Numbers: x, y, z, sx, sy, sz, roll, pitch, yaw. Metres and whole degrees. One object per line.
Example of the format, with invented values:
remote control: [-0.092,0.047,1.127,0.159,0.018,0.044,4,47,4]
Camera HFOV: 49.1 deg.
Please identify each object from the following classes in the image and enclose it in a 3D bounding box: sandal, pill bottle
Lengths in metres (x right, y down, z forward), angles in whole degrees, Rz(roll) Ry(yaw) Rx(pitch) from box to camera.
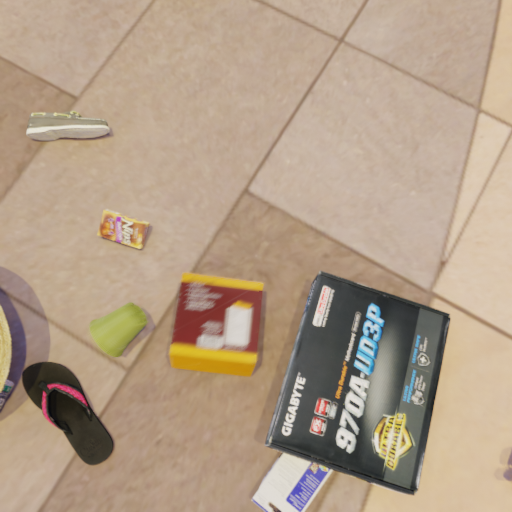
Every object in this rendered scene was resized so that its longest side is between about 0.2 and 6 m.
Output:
sandal: [-3.550,2.892,10.539,0.880,0.528,2.344,-41,78,-10]
pill bottle: [-5.072,2.770,10.557,0.568,0.568,1.005,21,76,6]

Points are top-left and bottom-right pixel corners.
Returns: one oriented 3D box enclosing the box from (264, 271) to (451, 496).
box: [1.920,2.276,10.353,2.685,0.777,3.378,19,69,1]

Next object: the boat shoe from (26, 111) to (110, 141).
boat shoe: [-4.055,-2.853,12.078,1.787,0.639,0.534,-2,80,3]

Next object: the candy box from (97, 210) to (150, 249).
candy box: [-2.725,-0.554,11.514,0.950,0.268,0.554,17,100,1]

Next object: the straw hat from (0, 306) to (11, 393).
straw hat: [-5.897,1.391,10.386,3.590,1.519,3.590,0,95,-1]

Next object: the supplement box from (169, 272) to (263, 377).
supplement box: [-0.740,1.301,10.506,1.540,1.037,1.561,7,64,-3]

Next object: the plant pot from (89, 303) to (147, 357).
plant pot: [-2.543,1.329,10.614,0.824,0.867,0.867,-38,77,10]

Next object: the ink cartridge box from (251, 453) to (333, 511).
ink cartridge box: [0.803,3.981,10.327,0.921,0.363,1.853,38,76,8]
